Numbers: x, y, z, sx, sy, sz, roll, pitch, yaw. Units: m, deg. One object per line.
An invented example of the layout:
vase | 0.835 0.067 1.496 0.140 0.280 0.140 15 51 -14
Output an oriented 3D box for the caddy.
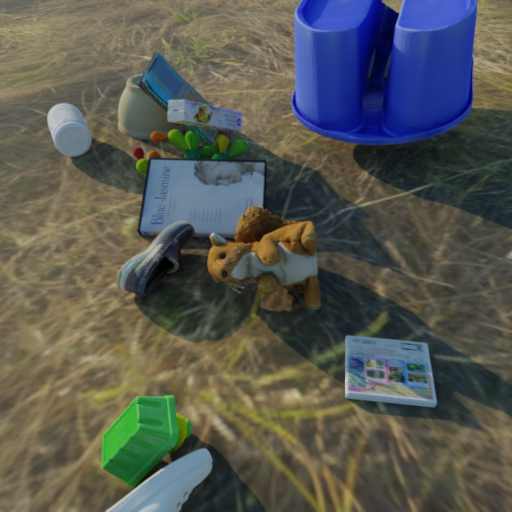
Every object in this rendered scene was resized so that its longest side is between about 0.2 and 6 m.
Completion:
caddy | 2.805 -4.319 12.157 3.764 2.795 5.325 7 44 16

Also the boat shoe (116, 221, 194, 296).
boat shoe | -1.386 0.057 8.392 0.527 0.585 1.626 28 44 17

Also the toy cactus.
toy cactus | -1.170 -1.547 10.317 2.114 1.081 1.745 -4 57 -10

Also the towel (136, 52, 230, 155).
towel | -1.372 -3.090 11.484 0.242 2.229 1.634 -37 28 28

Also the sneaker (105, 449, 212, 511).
sneaker | -1.036 2.586 5.174 1.881 0.685 0.796 -30 72 -36

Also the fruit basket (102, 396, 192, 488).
fruit basket | -1.047 1.919 5.879 0.964 0.964 0.695 -7 38 -9

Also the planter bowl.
planter bowl | -2.328 -3.399 12.426 1.572 1.058 1.572 0 38 0

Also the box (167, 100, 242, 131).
box | -0.956 -2.720 10.956 0.417 0.389 2.012 7 9 28

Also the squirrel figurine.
squirrel figurine | 0.081 -0.022 8.114 1.526 1.157 1.635 -6 30 2

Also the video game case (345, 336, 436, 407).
video game case | 1.641 1.415 6.964 1.055 0.125 0.961 5 38 5

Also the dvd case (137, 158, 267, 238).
dvd case | -0.884 -1.005 9.522 2.098 0.184 1.497 1 65 2

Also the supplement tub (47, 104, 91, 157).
supplement tub | -3.897 -2.626 11.669 0.755 0.755 1.144 -15 40 -19
